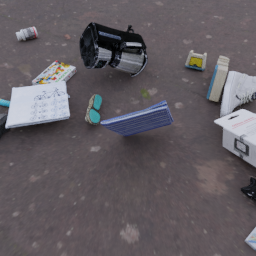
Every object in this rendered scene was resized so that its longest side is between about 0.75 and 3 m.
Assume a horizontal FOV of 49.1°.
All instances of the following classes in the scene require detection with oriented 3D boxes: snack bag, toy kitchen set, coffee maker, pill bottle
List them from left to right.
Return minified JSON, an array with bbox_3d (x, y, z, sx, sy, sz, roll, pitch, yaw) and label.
[{"bbox_3d":[-5.489,-5.094,15.209,1.039,0.575,0.575,-21,52,-18],"label":"pill bottle"},{"bbox_3d":[-3.531,-1.061,11.156,2.384,0.271,2.528,-10,45,-5],"label":"snack bag"},{"bbox_3d":[-0.749,-3.602,12.437,2.636,1.775,2.532,3,43,-35],"label":"coffee maker"},{"bbox_3d":[3.390,-2.435,12.649,1.915,1.408,2.390,16,30,14],"label":"toy kitchen set"}]

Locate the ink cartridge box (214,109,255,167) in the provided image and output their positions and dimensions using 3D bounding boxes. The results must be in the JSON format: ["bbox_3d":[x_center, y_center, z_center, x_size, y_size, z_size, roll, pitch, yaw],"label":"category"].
[{"bbox_3d":[4.488,0.381,9.848,1.558,0.897,2.690,-21,31,-17],"label":"ink cartridge box"}]

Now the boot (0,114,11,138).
[{"bbox_3d":[-5.483,0.056,10.683,1.365,0.724,2.073,16,40,18],"label":"boot"}]

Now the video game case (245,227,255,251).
[{"bbox_3d":[4.251,3.265,8.115,1.287,0.142,1.173,-34,57,-26],"label":"video game case"}]

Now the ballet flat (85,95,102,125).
[{"bbox_3d":[-1.431,-0.630,11.287,0.590,0.654,1.738,35,37,-29],"label":"ballet flat"}]

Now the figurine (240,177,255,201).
[{"bbox_3d":[4.935,1.905,8.927,1.975,0.871,2.024,32,55,30],"label":"figurine"}]

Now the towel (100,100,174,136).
[{"bbox_3d":[0.443,-0.242,9.363,2.060,2.845,0.339,-16,79,10],"label":"towel"}]

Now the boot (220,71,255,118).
[{"bbox_3d":[4.696,-1.393,11.602,1.377,1.060,2.881,12,49,19],"label":"boot"}]

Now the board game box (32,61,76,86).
[{"bbox_3d":[-3.389,-2.386,12.987,1.150,0.315,1.821,21,52,17],"label":"board game box"}]

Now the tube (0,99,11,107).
[{"bbox_3d":[-5.298,-1.073,11.924,0.942,0.237,0.365,12,36,17],"label":"tube"}]
